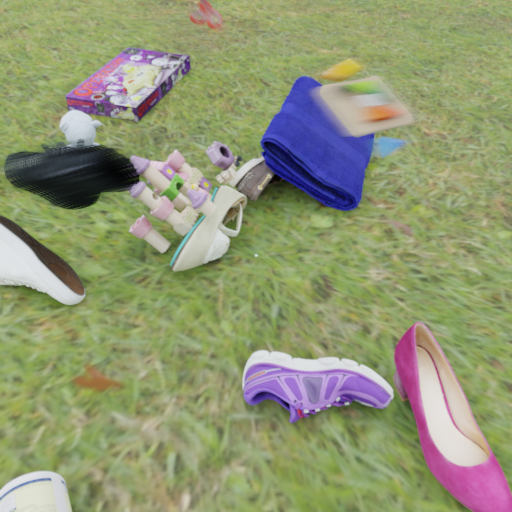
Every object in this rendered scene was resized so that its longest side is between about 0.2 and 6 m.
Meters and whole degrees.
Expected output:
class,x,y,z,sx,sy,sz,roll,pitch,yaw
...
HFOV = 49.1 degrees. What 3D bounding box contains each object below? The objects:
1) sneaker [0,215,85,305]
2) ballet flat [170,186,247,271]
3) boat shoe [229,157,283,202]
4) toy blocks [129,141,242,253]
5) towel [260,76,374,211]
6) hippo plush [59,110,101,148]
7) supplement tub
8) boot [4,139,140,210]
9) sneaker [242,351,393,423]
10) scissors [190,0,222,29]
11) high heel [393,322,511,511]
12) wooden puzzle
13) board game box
class,x,y,z,sx,sy,sz,roll,pitch,yaw
sneaker,-4.291,0.321,10.502,2.546,0.927,1.078,36,95,19
ballet flat,-0.829,-0.516,11.310,0.947,0.947,2.726,11,42,12
boat shoe,0.328,-1.977,12.959,0.727,0.877,2.442,45,42,3
toy blocks,-1.722,-1.521,11.111,1.719,2.042,1.908,42,38,-20
towel,1.515,-2.682,13.278,2.576,0.864,3.488,35,43,-10
hippo plush,-4.288,-2.568,13.120,1.430,1.444,1.795,-15,44,-17
supplement tub,-2.664,3.367,6.826,0.857,0.857,1.182,-17,44,-18
boot,-2.813,-1.310,9.418,1.820,2.221,0.822,0,83,22
sneaker,0.901,2.098,8.479,2.277,0.918,0.950,3,56,16
scissors,-0.751,-3.830,8.539,0.471,0.090,1.288,5,50,-8
high heel,2.754,2.217,7.803,0.904,1.288,2.685,-9,42,-10
wooden puzzle,1.870,-2.601,9.519,1.377,0.239,2.041,-28,69,-30
board game box,-3.732,-5.264,16.918,2.261,0.608,3.767,9,42,16
